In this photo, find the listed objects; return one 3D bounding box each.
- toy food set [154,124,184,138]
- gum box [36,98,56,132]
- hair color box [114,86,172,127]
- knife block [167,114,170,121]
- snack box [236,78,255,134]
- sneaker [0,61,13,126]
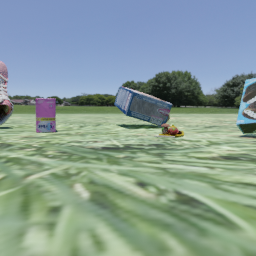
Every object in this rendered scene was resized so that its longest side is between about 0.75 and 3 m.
[{"bbox_3d":[0.908,0.041,5.965,0.484,0.269,0.823,2,3,27],"label":"toy food set"},{"bbox_3d":[-2.228,-0.351,7.640,0.493,0.847,1.492,-1,4,-15],"label":"gum box"},{"bbox_3d":[0.423,-0.821,9.794,1.357,0.821,2.714,16,9,-13],"label":"hair color box"},{"bbox_3d":[1.208,-0.427,10.723,0.710,0.259,0.808,17,35,39],"label":"knife block"},{"bbox_3d":[3.334,-0.578,5.421,2.203,1.280,0.409,-8,-40,45],"label":"snack box"},{"bbox_3d":[-4.015,-1.058,8.783,1.213,2.320,0.873,4,-21,22],"label":"sneaker"}]
